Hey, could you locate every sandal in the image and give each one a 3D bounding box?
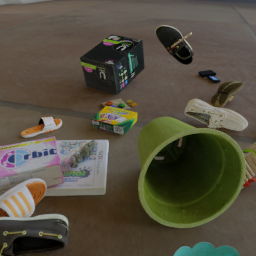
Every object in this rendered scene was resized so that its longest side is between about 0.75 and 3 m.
[{"bbox_3d":[-3.161,2.304,7.186,2.568,0.984,0.736,-30,44,-25],"label":"sandal"},{"bbox_3d":[4.678,-1.542,13.403,0.932,0.627,2.322,21,53,38],"label":"sandal"},{"bbox_3d":[-3.444,-0.113,11.214,1.712,0.490,0.656,-24,40,-32],"label":"sandal"}]

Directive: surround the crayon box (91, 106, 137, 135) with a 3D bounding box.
[{"bbox_3d":[-0.551,-0.343,11.612,1.502,0.438,1.296,14,36,20],"label":"crayon box"}]

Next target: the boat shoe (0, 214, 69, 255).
[{"bbox_3d":[-2.666,2.634,6.627,2.473,0.882,0.745,-5,29,-12],"label":"boat shoe"}]

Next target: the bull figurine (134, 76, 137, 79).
[{"bbox_3d":[-0.053,-3.004,15.774,0.711,0.382,1.172,-28,41,-30],"label":"bull figurine"}]

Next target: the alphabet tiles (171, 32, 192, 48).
[{"bbox_3d":[1.956,-3.212,10.232,0.839,0.061,0.821,-30,11,28],"label":"alphabet tiles"}]

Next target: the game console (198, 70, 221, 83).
[{"bbox_3d":[4.707,-2.910,15.806,0.895,0.183,1.518,-11,35,-16],"label":"game console"}]

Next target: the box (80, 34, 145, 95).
[{"bbox_3d":[-0.728,-3.385,14.674,2.106,1.762,2.835,20,50,27],"label":"box"}]

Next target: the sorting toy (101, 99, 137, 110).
[{"bbox_3d":[-0.377,-1.121,13.036,1.461,0.196,1.088,-17,37,-25],"label":"sorting toy"}]

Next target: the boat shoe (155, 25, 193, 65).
[{"bbox_3d":[1.883,-3.262,11.047,0.765,2.092,0.656,-28,48,35],"label":"boat shoe"}]

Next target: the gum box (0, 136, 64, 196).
[{"bbox_3d":[-3.273,1.178,8.293,2.492,0.824,1.414,-11,35,-15],"label":"gum box"}]

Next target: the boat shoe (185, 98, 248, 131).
[{"bbox_3d":[3.491,-0.345,11.344,2.508,0.888,0.869,22,57,22],"label":"boat shoe"}]

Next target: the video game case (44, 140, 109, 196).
[{"bbox_3d":[-2.085,1.226,9.299,2.780,0.329,2.530,-1,33,-1],"label":"video game case"}]

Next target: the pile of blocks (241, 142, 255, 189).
[{"bbox_3d":[3.740,1.322,8.942,2.652,1.089,0.824,-30,86,-25],"label":"pile of blocks"}]

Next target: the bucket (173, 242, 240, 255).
[{"bbox_3d":[1.515,3.412,4.891,2.283,1.485,2.283,0,33,0],"label":"bucket"}]

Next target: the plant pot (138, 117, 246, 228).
[{"bbox_3d":[1.372,0.889,8.126,2.810,2.810,2.669,-6,21,-9],"label":"plant pot"}]

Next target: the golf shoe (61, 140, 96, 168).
[{"bbox_3d":[-1.637,0.756,9.302,0.656,0.528,1.349,14,34,30],"label":"golf shoe"}]
